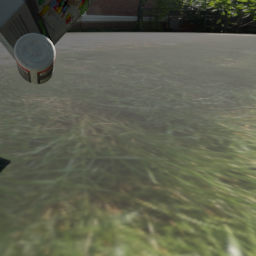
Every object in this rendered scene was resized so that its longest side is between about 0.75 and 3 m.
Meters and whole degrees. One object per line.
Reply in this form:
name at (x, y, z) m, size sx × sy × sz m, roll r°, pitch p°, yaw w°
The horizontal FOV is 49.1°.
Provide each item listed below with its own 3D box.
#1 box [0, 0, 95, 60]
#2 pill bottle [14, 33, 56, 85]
box at (-1.705, -2.897, 6.344) m, size 0.616 × 2.993 × 2.333 m, roll 38°, pitch -10°, yaw 0°
pill bottle at (-1.821, -1.276, 5.546) m, size 0.711 × 0.711 × 1.285 m, roll -8°, pitch -5°, yaw -18°
